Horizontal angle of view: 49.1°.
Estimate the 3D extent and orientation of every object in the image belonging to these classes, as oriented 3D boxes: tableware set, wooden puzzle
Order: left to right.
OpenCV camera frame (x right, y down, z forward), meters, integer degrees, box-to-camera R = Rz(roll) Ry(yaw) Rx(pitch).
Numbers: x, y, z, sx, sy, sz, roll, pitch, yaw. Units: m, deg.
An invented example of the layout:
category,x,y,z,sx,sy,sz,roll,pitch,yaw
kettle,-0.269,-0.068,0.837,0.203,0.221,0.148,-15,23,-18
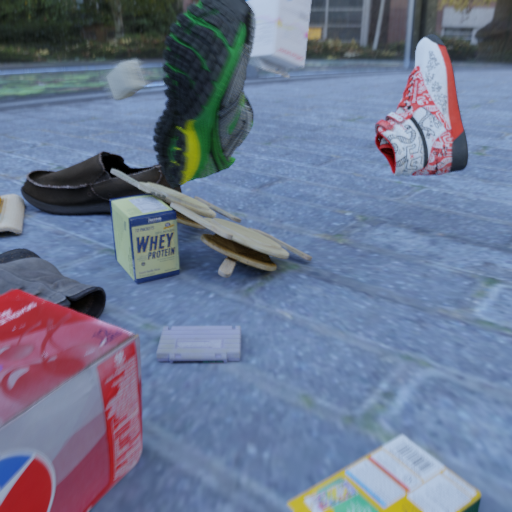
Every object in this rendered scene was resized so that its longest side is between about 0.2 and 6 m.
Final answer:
category,x,y,z,sx,sy,sz,roll,pitch,yaw
wooden puzzle,-5.727,-0.774,10.822,2.258,0.420,2.089,-8,25,-17
tableware set,-0.901,-0.435,9.480,3.362,0.674,2.222,30,11,40

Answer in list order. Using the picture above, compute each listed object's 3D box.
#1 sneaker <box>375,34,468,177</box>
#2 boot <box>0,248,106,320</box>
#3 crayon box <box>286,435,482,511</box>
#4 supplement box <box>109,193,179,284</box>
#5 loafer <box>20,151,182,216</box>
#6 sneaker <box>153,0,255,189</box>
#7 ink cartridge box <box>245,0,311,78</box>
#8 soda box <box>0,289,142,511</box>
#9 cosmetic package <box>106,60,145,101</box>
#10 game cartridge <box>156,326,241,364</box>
category,x,y,z,sx,sy,sz,roll,pitch,yaw
sneaker,2.678,-2.571,9.625,1.367,2.550,0.852,-9,-12,4
boot,-3.337,0.697,7.046,1.706,0.904,2.592,22,36,30
crayon box,1.018,2.071,4.511,1.358,0.350,0.854,-15,28,-32
supplement box,-1.784,-0.305,8.938,0.729,1.086,1.085,-13,27,-27
loafer,-3.172,-1.582,11.588,3.536,1.262,1.291,4,24,8
sneaker,-0.592,-2.260,7.820,1.277,2.998,1.170,-21,67,-30
ink cartridge box,0.252,-3.416,8.570,0.783,1.251,0.804,12,9,39
soda box,-2.781,1.889,3.535,1.609,1.457,4.595,14,27,27
cosmetic package,-2.124,-2.843,9.103,0.289,0.428,0.814,-25,14,-28
game cartridge,-0.693,1.096,6.939,1.007,0.193,0.653,0,28,0
